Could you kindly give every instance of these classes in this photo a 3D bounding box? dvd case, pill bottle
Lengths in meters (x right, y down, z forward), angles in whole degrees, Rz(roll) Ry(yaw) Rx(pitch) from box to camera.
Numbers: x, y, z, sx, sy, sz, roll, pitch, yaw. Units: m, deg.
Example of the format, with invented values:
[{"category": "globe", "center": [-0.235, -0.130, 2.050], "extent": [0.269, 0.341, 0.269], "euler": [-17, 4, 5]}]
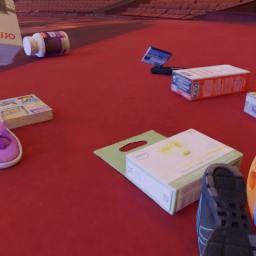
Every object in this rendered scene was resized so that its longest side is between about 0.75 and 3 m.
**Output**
[{"category": "dvd case", "center": [0.738, -1.839, 7.301], "extent": [0.582, 0.072, 0.815], "euler": [15, -14, -10]}, {"category": "pill bottle", "center": [-5.259, -5.397, 18.088], "extent": [2.644, 1.473, 1.473], "euler": [-20, 32, -37]}]

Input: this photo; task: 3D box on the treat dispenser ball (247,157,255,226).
[{"category": "treat dispenser ball", "center": [2.898, 0.966, 3.829], "extent": [2.358, 2.358, 2.358], "euler": [0, 26, 0]}]

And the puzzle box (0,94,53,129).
[{"category": "puzzle box", "center": [-4.103, -0.429, 8.993], "extent": [2.835, 0.360, 1.886], "euler": [-17, 31, -32]}]

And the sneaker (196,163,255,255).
[{"category": "sneaker", "center": [1.467, 1.657, 4.190], "extent": [0.867, 0.911, 2.299], "euler": [9, 47, 7]}]

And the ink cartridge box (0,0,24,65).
[{"category": "ink cartridge box", "center": [-3.138, -2.423, 5.659], "extent": [1.492, 2.055, 0.857], "euler": [-8, -10, -44]}]

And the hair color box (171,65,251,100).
[{"category": "hair color box", "center": [3.383, -1.936, 11.541], "extent": [2.876, 0.881, 1.460], "euler": [-10, 28, -21]}]

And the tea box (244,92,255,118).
[{"category": "tea box", "center": [4.615, -0.720, 9.198], "extent": [1.039, 0.705, 1.056], "euler": [-8, 27, -14]}]

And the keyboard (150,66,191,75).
[{"category": "keyboard", "center": [2.440, -2.849, 14.155], "extent": [2.557, 0.328, 1.535], "euler": [6, 20, 14]}]

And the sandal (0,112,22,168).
[{"category": "sandal", "center": [-3.664, -0.017, 7.251], "extent": [1.197, 0.723, 2.942], "euler": [-18, 42, -32]}]

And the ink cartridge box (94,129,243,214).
[{"category": "ink cartridge box", "center": [0.778, 0.582, 6.571], "extent": [2.113, 0.696, 2.904], "euler": [-18, 33, -33]}]
